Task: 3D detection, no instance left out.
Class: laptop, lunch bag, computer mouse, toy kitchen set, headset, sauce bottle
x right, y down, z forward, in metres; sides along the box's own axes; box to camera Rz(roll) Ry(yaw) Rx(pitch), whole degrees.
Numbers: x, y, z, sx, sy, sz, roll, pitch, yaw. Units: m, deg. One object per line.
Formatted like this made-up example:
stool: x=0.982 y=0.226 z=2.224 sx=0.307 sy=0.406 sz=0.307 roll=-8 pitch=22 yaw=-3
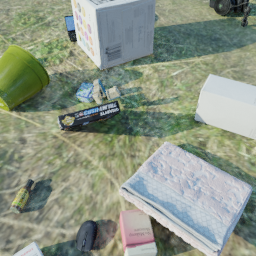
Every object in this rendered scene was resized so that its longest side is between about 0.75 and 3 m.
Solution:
laptop: x=-2.311 y=-4.796 z=13.329 sx=1.168 sy=0.680 sz=1.318 roll=-13 pitch=48 yaw=-11
lunch bag: x=-1.489 y=-1.312 z=10.294 sx=0.648 sy=0.332 sz=0.806 roll=16 pitch=50 yaw=10
computer mouse: x=-1.067 y=2.862 z=6.392 sx=0.483 sy=0.281 sz=1.649 roll=8 pitch=48 yaw=6
toy kitchen set: x=-0.677 y=-1.259 z=9.748 sx=0.894 sy=0.657 sz=1.116 roll=-19 pitch=40 yaw=12
headset: x=5.480 y=-6.306 z=14.737 sx=1.842 sy=1.401 sz=2.982 roll=-10 pitch=32 yaw=-9
sauce bottle: x=-2.774 y=1.776 z=7.408 sx=0.298 sy=0.298 sz=0.922 roll=8 pitch=47 yaw=8

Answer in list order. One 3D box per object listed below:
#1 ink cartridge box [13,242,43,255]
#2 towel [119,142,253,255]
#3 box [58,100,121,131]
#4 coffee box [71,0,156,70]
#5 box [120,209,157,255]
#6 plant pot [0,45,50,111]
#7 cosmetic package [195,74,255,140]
ink cartridge box: x=-2.078 y=3.157 z=5.988 sx=0.794 sy=0.462 sz=1.090 roll=-29 pitch=51 yaw=-25
towel: x=1.535 y=1.554 z=7.140 sx=2.717 sy=0.438 sz=2.595 roll=29 pitch=39 yaw=22
box: x=-1.243 y=-0.340 z=8.542 sx=1.749 sy=1.762 sz=0.438 roll=-17 pitch=91 yaw=-15
coffee box: x=-0.638 y=-4.416 z=11.654 sx=2.564 sy=2.560 sz=2.536 roll=-23 pitch=51 yaw=-20
box: x=0.215 y=2.499 z=6.500 sx=0.680 sy=0.580 sz=1.064 roll=-4 pitch=46 yaw=-10
plant pot: x=-4.014 y=-1.603 z=9.745 sx=1.830 sy=1.830 sz=1.762 roll=25 pitch=63 yaw=22
cosmetic package: x=3.553 y=-0.625 z=8.953 sx=2.495 sy=1.342 sz=1.058 roll=22 pitch=51 yaw=18
